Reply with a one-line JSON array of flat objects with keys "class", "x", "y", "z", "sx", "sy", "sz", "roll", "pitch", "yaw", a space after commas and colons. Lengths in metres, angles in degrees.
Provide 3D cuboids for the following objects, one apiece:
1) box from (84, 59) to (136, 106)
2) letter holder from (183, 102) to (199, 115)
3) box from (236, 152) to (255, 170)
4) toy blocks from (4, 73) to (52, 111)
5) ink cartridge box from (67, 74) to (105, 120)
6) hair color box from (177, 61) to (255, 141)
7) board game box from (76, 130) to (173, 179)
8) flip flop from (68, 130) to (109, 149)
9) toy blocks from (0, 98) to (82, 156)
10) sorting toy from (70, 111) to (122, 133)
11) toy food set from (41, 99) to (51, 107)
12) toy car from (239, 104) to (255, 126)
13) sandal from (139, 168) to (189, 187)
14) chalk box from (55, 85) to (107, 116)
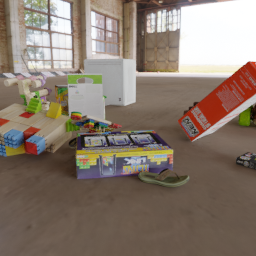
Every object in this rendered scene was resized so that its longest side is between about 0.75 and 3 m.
[{"class": "box", "x": -1.063, "y": -2.825, "z": 17.041, "sx": 2.689, "sy": 2.703, "sz": 1.767, "roll": 6, "pitch": 15, "yaw": 23}, {"class": "letter holder", "x": 2.981, "y": -0.630, "z": 11.822, "sx": 0.618, "sy": 0.874, "sz": 1.229, "roll": -8, "pitch": 16, "yaw": -29}, {"class": "box", "x": 3.275, "y": 0.856, "z": 7.069, "sx": 0.669, "sy": 0.185, "sz": 0.835, "roll": -12, "pitch": 18, "yaw": -41}, {"class": "toy blocks", "x": -3.867, "y": -1.364, "z": 12.384, "sx": 2.182, "sy": 2.039, "sz": 1.837, "roll": 3, "pitch": 19, "yaw": 26}, {"class": "ink cartridge box", "x": -1.778, "y": -1.314, "z": 12.109, "sx": 1.524, "sy": 2.062, "sz": 0.781, "roll": 0, "pitch": 13, "yaw": -1}, {"class": "hair color box", "x": 3.163, "y": -0.824, "z": 8.882, "sx": 1.625, "sy": 0.937, "sz": 2.931, "roll": -15, "pitch": -24, "yaw": -48}, {"class": "board game box", "x": -0.187, "y": 0.604, "z": 7.186, "sx": 2.243, "sy": 0.636, "sz": 1.854, "roll": -2, "pitch": 15, "yaw": -8}, {"class": "flip flop", "x": -1.189, "y": 0.381, "z": 8.730, "sx": 1.385, "sy": 0.399, "sz": 0.561, "roll": -26, "pitch": 23, "yaw": -33}, {"class": "toy blocks", "x": -3.050, "y": 0.129, "z": 8.202, "sx": 2.778, "sy": 1.388, "sz": 1.899, "roll": 14, "pitch": 30, "yaw": 16}, {"class": "sorting toy", "x": -1.024, "y": -0.042, "z": 8.074, "sx": 1.759, "sy": 0.298, "sz": 0.848, "roll": 17, "pitch": -21, "yaw": -39}, {"class": "toy food set", "x": -3.817, "y": -1.221, "z": 14.946, "sx": 1.882, "sy": 0.569, "sz": 1.351, "roll": 0, "pitch": 13, "yaw": 1}, {"class": "toy car", "x": 5.783, "y": -1.411, "z": 11.230, "sx": 2.180, "sy": 2.654, "sz": 2.094, "roll": 7, "pitch": 15, "yaw": 26}, {"class": "sandal", "x": 0.759, "y": 1.034, "z": 6.039, "sx": 1.107, "sy": 0.316, "sz": 0.440, "roll": 4, "pitch": 14, "yaw": 16}, {"class": "chalk box", "x": -2.215, "y": -1.316, "z": 13.474, "sx": 2.382, "sy": 1.475, "sz": 1.482, "roll": -4, "pitch": 12, "yaw": -18}]
